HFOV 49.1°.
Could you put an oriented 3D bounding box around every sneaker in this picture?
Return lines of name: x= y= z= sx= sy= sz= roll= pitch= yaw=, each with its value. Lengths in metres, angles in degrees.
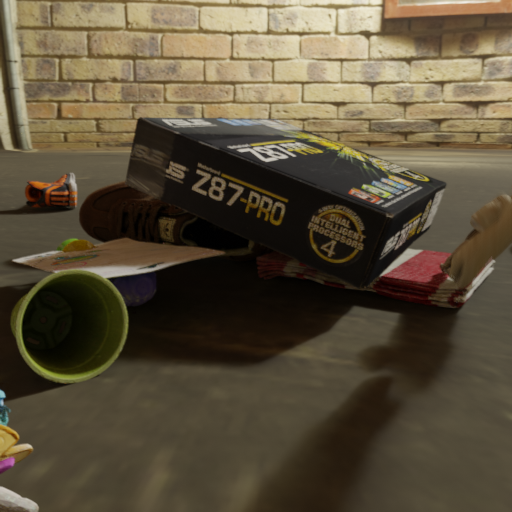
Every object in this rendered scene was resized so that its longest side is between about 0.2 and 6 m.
sneaker: x=-4.972 y=-1.612 z=13.524 sx=1.127 sy=0.780 sz=2.011 roll=0 pitch=12 yaw=-21
sneaker: x=-1.242 y=-0.559 z=8.214 sx=3.275 sy=1.154 sz=1.237 roll=4 pitch=7 yaw=11

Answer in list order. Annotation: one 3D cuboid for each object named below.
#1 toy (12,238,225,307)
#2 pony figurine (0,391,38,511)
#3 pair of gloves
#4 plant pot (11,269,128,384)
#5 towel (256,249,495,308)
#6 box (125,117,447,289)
toy: x=-1.651 y=0.219 z=6.318 sx=1.537 sy=0.630 sz=2.670 roll=-13 pitch=15 yaw=-33
pony figurine: x=-2.434 y=0.733 z=2.012 sx=2.586 sy=2.230 sz=2.678 roll=35 pitch=17 yaw=7
pair of gloves: x=2.576 y=-0.643 z=5.247 sx=0.470 sy=2.279 sz=2.681 roll=45 pitch=11 yaw=17
plant pot: x=-1.662 y=0.556 z=4.698 sx=0.887 sy=0.887 sz=0.842 roll=-10 pitch=5 yaw=-37
towel: x=1.576 y=0.144 z=7.364 sx=2.645 sy=0.301 sz=1.905 roll=9 pitch=15 yaw=30
box: x=0.715 y=-1.007 z=7.792 sx=3.215 sy=0.979 sz=3.989 roll=23 pitch=21 yaw=21
